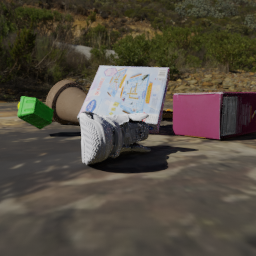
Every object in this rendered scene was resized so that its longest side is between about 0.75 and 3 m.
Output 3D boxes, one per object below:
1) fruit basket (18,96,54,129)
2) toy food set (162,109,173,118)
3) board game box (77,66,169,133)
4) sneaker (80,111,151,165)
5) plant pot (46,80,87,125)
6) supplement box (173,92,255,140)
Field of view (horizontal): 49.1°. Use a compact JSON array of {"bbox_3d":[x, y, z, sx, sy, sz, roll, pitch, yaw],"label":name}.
[{"bbox_3d":[-2.768,-0.457,7.969,1.068,0.770,1.068,2,-22,1],"label":"fruit basket"},{"bbox_3d":[1.809,-0.760,13.820,2.131,0.428,1.471,2,-2,19],"label":"toy food set"},{"bbox_3d":[-0.051,-1.001,8.884,2.431,0.501,2.437,6,52,15],"label":"board game box"},{"bbox_3d":[-0.181,0.098,5.071,1.328,0.868,2.310,-4,4,-9],"label":"sneaker"},{"bbox_3d":[-1.980,-0.817,10.697,1.516,1.738,1.738,24,19,31],"label":"plant pot"},{"bbox_3d":[2.639,-0.433,8.150,2.367,1.222,1.550,-6,9,-41],"label":"supplement box"}]
